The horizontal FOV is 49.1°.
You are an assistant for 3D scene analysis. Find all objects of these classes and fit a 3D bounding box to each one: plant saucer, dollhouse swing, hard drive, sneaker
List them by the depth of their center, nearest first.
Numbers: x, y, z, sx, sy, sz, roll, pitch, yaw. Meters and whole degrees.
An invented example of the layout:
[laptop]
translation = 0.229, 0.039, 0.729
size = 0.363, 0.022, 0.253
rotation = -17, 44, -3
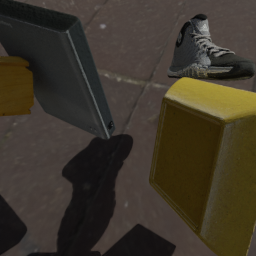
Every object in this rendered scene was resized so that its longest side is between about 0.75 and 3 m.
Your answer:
[plant saucer]
translation = 1.096, 0.510, 4.715
size = 0.611, 2.522, 2.522
rotation = 2, 15, -21
[dollhouse swing]
translation = -2.256, -0.850, 5.125
size = 0.906, 0.997, 0.876
rotation = -6, 31, -23
[hard drive]
translation = -1.368, -1.013, 5.425
size = 1.966, 2.818, 0.463
rotation = 23, 62, 24
[sneaker]
translation = 1.817, -1.923, 6.559
size = 1.017, 1.565, 2.710
rotation = 0, 10, -26
